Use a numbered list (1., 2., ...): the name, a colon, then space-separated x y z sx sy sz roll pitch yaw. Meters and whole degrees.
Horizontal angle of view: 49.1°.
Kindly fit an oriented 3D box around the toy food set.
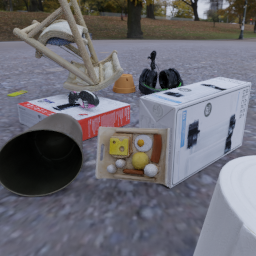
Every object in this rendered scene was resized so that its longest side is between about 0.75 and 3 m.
1. toy food set: 0.062 0.423 4.456 1.222 0.877 0.369 2 -3 22

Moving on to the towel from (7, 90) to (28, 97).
1. towel: -4.641 -1.457 11.774 0.365 0.077 0.849 7 22 21

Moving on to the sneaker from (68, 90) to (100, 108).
1. sneaker: -1.153 -0.846 7.880 0.521 0.485 1.207 -7 19 -43

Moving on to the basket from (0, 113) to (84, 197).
1. basket: -1.526 0.370 5.557 1.572 1.186 1.743 -21 15 5

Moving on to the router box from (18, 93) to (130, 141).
1. router box: -1.598 -0.422 8.306 2.517 0.615 2.259 18 27 39

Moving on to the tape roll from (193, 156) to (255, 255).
1. tape roll: 1.603 1.286 2.419 2.002 1.375 2.002 9 21 -4

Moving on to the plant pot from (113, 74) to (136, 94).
1. plant pot: -0.159 -1.958 12.208 1.006 0.704 1.006 1 21 0

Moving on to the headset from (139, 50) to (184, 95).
1. headset: 1.326 -2.254 12.009 1.836 1.397 2.973 -1 32 -6

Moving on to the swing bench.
1. swing bench: -1.771 -2.742 9.375 1.911 2.945 2.929 -35 24 11

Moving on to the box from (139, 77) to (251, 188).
1. box: 1.505 -0.074 5.988 2.819 1.644 0.848 -18 27 -40
